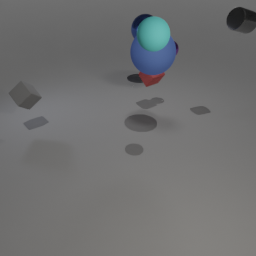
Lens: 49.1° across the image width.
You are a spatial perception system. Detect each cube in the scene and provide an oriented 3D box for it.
[{"bbox_3d":[-3.792,-1.207,10.356,0.700,0.700,0.700,49,7,15],"label":"cube"},{"bbox_3d":[0.991,-2.268,11.793,0.700,0.700,0.700,-23,76,-30],"label":"cube"}]

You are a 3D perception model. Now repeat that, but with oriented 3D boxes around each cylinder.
[{"bbox_3d":[3.627,-3.414,8.894,0.700,0.700,0.700,-2,27,-33],"label":"cylinder"}]

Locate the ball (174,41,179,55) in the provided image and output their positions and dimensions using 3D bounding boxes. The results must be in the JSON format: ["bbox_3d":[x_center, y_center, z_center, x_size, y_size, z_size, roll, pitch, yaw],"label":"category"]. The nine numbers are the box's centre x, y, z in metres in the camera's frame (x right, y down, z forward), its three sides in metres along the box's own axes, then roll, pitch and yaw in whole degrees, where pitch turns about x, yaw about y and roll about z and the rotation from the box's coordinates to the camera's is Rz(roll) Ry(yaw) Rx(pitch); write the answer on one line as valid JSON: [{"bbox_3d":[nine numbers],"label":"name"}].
[{"bbox_3d":[1.662,-3.134,11.136,0.700,0.700,0.700,0,30,0],"label":"ball"}]

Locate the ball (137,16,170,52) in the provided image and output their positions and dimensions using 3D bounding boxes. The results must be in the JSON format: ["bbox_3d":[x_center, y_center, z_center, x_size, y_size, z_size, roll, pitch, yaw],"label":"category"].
[{"bbox_3d":[0.532,-1.969,5.886,0.700,0.700,0.700,0,30,0],"label":"ball"}]

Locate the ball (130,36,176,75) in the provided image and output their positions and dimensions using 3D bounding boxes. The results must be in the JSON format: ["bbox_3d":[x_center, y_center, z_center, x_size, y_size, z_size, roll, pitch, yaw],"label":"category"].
[{"bbox_3d":[0.770,-2.335,8.615,1.400,1.400,1.400,0,30,0],"label":"ball"}]

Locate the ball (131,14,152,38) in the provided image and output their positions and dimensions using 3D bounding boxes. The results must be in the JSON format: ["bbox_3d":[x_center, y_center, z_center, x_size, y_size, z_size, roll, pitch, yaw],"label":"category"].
[{"bbox_3d":[0.845,-4.850,13.742,1.400,1.400,1.400,0,30,0],"label":"ball"}]
